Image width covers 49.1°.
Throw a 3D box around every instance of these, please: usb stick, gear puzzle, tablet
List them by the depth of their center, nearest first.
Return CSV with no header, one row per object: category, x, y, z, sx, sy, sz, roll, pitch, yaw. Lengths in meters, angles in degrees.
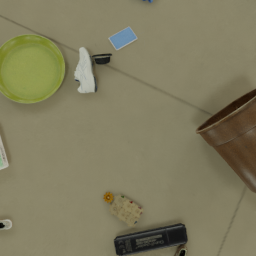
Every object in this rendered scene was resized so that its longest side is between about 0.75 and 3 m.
usb stick,0.850,4.091,10.241,2.706,0.441,0.750,-11,84,-2
gear puzzle,-0.266,3.005,10.612,1.618,0.212,0.838,31,82,9
tablet,-0.215,-3.887,12.150,1.081,0.074,0.704,-31,79,-7

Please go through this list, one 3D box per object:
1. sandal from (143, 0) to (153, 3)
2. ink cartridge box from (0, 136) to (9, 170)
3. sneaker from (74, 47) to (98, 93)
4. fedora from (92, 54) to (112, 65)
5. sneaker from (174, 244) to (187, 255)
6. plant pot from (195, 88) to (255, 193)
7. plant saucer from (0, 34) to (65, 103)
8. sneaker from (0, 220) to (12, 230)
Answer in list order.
sandal,0.709,-5.896,12.402,1.198,0.476,0.522,12,82,4
ink cartridge box,-6.187,0.971,10.838,2.581,0.646,2.077,-20,78,-6
sneaker,-1.825,-2.378,11.510,0.878,0.751,2.016,-11,77,3
fedora,-1.070,-2.867,11.696,0.876,0.876,0.400,-6,109,-1
sneaker,1.793,4.791,10.077,0.417,0.447,1.184,23,78,5
plant pot,4.479,0.467,9.894,2.983,2.983,2.953,-35,87,-7
plant saucer,-4.025,-2.389,11.522,2.900,0.451,2.900,0,82,-4
sneaker,-4.903,3.563,10.310,1.118,0.514,0.423,-4,77,-1
